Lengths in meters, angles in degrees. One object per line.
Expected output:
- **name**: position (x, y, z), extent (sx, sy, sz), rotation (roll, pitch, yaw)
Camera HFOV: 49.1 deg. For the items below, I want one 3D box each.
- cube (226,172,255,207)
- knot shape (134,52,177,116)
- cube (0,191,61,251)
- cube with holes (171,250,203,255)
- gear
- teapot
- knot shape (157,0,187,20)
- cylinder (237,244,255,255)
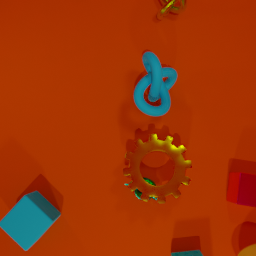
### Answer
- **cube**: position (3.307, 1.698, 7.720), extent (0.843, 0.843, 0.843), rotation (9, 82, 1)
- **knot shape**: position (0.743, -1.082, 7.673), extent (0.792, 1.713, 1.603), rotation (4, 67, 30)
- **cube**: position (-2.578, 2.427, 7.493), extent (0.994, 0.994, 0.994), rotation (42, 85, 3)
- **cube with holes**: position (1.633, 3.811, 7.363), extent (0.804, 0.804, 0.804), rotation (-6, 88, -1)
- **gear**: position (0.773, 1.078, 7.472), extent (1.786, 0.330, 1.786), rotation (-1, 77, 2)
- **teapot**: position (0.424, 1.718, 7.801), extent (1.075, 0.526, 0.668), rotation (27, 124, 6)
- **knot shape**: position (1.261, -3.798, 8.450), extent (0.582, 1.179, 1.260), rotation (9, 45, -29)
- **cylinder**: position (3.443, 3.608, 7.107), extent (0.977, 0.977, 0.977), rotation (-10, 39, -2)
